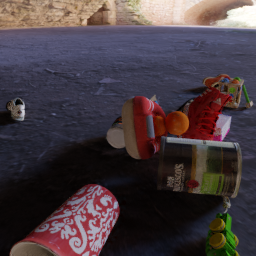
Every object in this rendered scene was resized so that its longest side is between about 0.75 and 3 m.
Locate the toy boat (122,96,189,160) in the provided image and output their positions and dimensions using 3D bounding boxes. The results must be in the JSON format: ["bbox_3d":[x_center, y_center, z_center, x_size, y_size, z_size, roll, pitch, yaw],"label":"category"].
[{"bbox_3d":[0.946,-0.075,8.621,1.822,1.819,2.788,-6,0,12],"label":"toy boat"}]

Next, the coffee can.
[{"bbox_3d":[1.819,1.012,7.465,1.986,1.453,1.453,4,26,8],"label":"coffee can"}]

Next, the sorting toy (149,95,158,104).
[{"bbox_3d":[0.906,-0.447,10.724,0.214,1.192,1.600,-6,25,37],"label":"sorting toy"}]

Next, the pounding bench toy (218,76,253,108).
[{"bbox_3d":[5.161,-1.727,13.342,1.647,1.284,1.023,13,29,24],"label":"pounding bench toy"}]

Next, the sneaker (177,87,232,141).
[{"bbox_3d":[2.567,-0.347,9.254,1.164,1.716,2.971,23,42,-14],"label":"sneaker"}]

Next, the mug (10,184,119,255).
[{"bbox_3d":[-1.251,2.040,5.564,1.803,1.355,2.031,12,25,19],"label":"mug"}]

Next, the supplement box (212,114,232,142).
[{"bbox_3d":[3.336,0.006,10.479,0.676,0.662,1.308,15,29,28],"label":"supplement box"}]

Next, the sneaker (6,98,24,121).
[{"bbox_3d":[-4.873,-0.995,12.276,0.663,0.792,1.789,3,20,-38],"label":"sneaker"}]

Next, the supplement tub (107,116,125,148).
[{"bbox_3d":[-0.201,0.070,10.137,0.841,0.841,1.372,6,26,11],"label":"supplement tub"}]

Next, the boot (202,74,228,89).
[{"bbox_3d":[5.232,-2.594,16.023,1.715,0.643,0.919,-14,36,-17],"label":"boot"}]

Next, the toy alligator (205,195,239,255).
[{"bbox_3d":[1.952,2.250,6.021,0.563,0.615,2.073,-34,12,27],"label":"toy alligator"}]

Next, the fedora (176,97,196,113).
[{"bbox_3d":[2.443,-0.553,11.374,0.704,1.542,1.542,48,44,14],"label":"fedora"}]
